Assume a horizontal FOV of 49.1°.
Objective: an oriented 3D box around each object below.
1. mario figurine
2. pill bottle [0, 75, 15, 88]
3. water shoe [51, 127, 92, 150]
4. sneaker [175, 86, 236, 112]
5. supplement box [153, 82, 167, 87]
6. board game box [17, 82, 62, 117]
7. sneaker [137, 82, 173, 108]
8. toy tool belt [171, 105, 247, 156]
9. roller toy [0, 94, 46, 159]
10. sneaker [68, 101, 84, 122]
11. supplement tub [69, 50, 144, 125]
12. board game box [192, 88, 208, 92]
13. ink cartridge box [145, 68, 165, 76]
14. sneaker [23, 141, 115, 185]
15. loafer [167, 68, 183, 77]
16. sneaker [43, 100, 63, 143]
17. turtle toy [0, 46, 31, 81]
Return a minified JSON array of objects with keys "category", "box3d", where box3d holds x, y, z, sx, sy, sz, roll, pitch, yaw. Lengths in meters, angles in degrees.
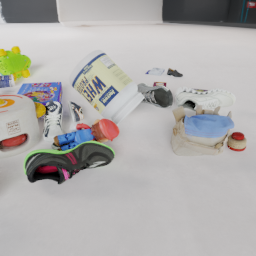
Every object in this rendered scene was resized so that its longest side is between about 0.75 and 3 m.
[{"category":"mario figurine","box3d":[-1.338,0.415,9.651,2.184,1.348,1.158,-18,17,-8]},{"category":"pill bottle","box3d":[-7.167,-2.644,15.978,1.233,0.684,0.684,-12,30,-22]},{"category":"water shoe","box3d":[-1.927,0.317,10.169,1.762,0.695,0.630,-12,30,-23]},{"category":"sneaker","box3d":[3.566,-1.208,13.046,2.778,1.044,1.126,3,43,8]},{"category":"supplement box","box3d":[1.662,-2.007,14.878,0.698,0.542,1.265,4,27,9]},{"category":"board game box","box3d":[-4.317,-1.444,13.630,2.014,0.671,2.996,-4,27,-7]},{"category":"sneaker","box3d":[0.716,-1.387,13.310,1.698,1.103,2.940,-19,22,-24]},{"category":"toy tool belt","box3d":[2.848,0.017,9.640,2.776,1.706,1.733,-2,27,-4]},{"category":"roller toy","box3d":[-4.425,-0.197,9.964,2.573,1.798,2.347,2,27,4]},{"category":"sneaker","box3d":[-2.307,-0.748,12.428,0.566,0.559,1.425,-13,41,-14]},{"category":"supplement tub","box3d":[-0.844,-1.620,11.476,2.695,1.954,1.954,45,36,1]},{"category":"board game box","box3d":[3.993,-1.870,15.032,1.303,0.210,0.782,9,24,18]},{"category":"ink cartridge box","box3d":[1.796,-3.792,18.724,1.110,0.225,1.108,9,28,16]},{"category":"sneaker","box3d":[-1.719,1.154,8.432,2.747,1.054,1.151,-11,40,-5]},{"category":"loafer","box3d":[3.028,-3.563,18.056,1.170,0.423,0.426,20,33,33]},{"category":"sneaker","box3d":[-2.932,-0.375,10.864,0.797,1.299,1.996,-3,27,-5]},{"category":"turtle toy","box3d":[-7.139,-3.988,17.563,1.409,2.031,2.787,-7,18,36]}]
